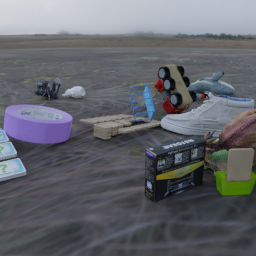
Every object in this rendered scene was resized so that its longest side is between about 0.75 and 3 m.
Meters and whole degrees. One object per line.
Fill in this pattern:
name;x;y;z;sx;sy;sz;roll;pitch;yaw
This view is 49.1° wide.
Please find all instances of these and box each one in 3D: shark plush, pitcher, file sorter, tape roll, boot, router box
shark plush;3.760;-1.973;13.639;2.719;1.235;1.132;1;50;-10
pitcher;-2.557;-1.635;13.189;0.914;0.554;0.784;0;23;27
file sorter;0.444;-0.827;9.528;0.653;1.064;0.738;-9;-20;-8
tape roll;-2.642;-0.155;8.316;1.893;0.621;1.893;11;14;-3
boot;2.431;-0.491;8.752;2.792;1.334;1.027;7;21;18
router box;0.964;0.795;5.642;1.317;1.036;0.344;-11;23;-30

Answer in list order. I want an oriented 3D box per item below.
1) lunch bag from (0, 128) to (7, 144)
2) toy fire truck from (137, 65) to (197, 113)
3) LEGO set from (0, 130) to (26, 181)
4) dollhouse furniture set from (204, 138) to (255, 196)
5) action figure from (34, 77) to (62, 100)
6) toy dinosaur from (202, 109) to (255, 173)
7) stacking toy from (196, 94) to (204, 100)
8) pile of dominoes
lunch bag;-4.032;0.318;7.835;1.139;0.469;0.915;-12;20;-33
toy fire truck;1.433;-1.287;11.206;1.302;1.781;2.024;-12;-19;-29
LEGO set;-3.966;0.601;6.216;2.772;0.680;2.070;-11;36;-33
dollhouse furniture set;2.437;0.382;6.533;1.566;1.200;2.391;-2;20;-5
action figure;-3.797;-1.927;13.299;1.176;1.010;1.979;6;16;-15
toy dinosaur;2.296;0.142;5.860;1.673;2.468;1.059;-6;56;-22
stacking toy;3.266;-1.451;13.035;0.766;0.327;0.327;-6;20;-36
pile of dominoes;-0.181;-0.052;9.336;1.862;0.380;2.389;15;16;37
